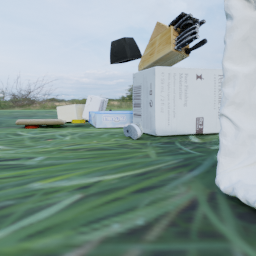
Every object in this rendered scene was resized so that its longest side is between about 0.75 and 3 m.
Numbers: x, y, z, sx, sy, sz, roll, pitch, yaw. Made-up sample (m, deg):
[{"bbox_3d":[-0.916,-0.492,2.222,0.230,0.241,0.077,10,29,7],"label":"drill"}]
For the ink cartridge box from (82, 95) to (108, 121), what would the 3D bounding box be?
[{"bbox_3d":[-1.685,-1.016,14.596,0.723,1.241,1.717,17,7,6],"label":"ink cartridge box"}]

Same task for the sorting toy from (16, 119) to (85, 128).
[{"bbox_3d":[-2.903,-0.158,10.882,2.452,0.328,1.827,-1,0,-10],"label":"sorting toy"}]

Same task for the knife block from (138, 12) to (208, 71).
[{"bbox_3d":[1.645,-2.836,10.245,0.888,2.776,2.437,10,29,-30],"label":"knife block"}]

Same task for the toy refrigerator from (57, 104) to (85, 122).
[{"bbox_3d":[-2.740,-0.730,14.364,0.943,0.869,2.483,-7,3,6],"label":"toy refrigerator"}]

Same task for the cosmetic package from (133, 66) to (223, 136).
[{"bbox_3d":[1.507,-0.808,8.623,2.314,1.907,1.909,-3,6,-18],"label":"cosmetic package"}]

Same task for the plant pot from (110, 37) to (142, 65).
[{"bbox_3d":[-0.154,-3.555,12.807,1.150,1.022,1.152,-5,10,37],"label":"plant pot"}]

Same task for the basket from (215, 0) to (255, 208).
[{"bbox_3d":[1.950,-0.325,1.964,1.685,2.095,2.077,0,5,-21],"label":"basket"}]

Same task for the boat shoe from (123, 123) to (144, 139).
[{"bbox_3d":[0.201,0.069,7.289,0.377,0.408,1.105,-15,-1,-15],"label":"boat shoe"}]

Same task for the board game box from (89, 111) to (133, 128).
[{"bbox_3d":[-0.152,-0.413,11.793,2.754,0.597,2.740,-1,6,-14],"label":"board game box"}]
